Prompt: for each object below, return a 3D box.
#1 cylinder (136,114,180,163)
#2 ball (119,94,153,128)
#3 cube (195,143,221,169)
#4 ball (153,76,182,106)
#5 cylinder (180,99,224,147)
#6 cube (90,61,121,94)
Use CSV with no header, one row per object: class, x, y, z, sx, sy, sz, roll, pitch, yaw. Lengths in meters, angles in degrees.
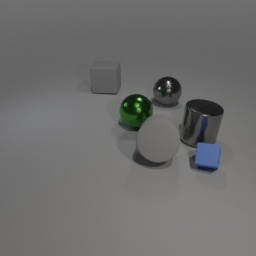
cylinder,1.043,0.307,9.456,1.400,1.400,1.400,5,11,8
ball,0.340,-0.706,11.535,1.400,1.400,1.400,0,29,0
cube,2.619,0.910,9.137,0.700,0.700,0.700,6,-10,23
ball,1.906,-1.790,13.563,1.400,1.400,1.400,0,29,0
cylinder,2.769,-0.191,10.616,1.400,1.400,1.400,4,30,-2
cube,-1.180,-2.777,15.232,1.400,1.400,1.400,2,29,7
